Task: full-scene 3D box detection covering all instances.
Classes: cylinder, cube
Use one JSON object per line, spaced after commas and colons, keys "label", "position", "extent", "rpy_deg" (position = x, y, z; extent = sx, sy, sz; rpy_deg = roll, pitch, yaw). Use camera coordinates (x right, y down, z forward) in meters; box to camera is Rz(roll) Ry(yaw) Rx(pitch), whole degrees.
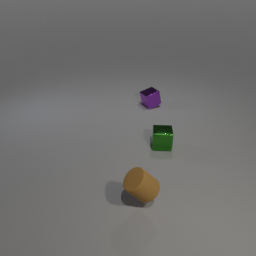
{"label": "cylinder", "position": [0.350, 1.468, 7.235], "extent": [0.700, 0.700, 0.700], "rpy_deg": [-30, 38, 27]}
{"label": "cube", "position": [1.060, -1.419, 13.192], "extent": [0.700, 0.700, 0.700], "rpy_deg": [-25, 35, -16]}
{"label": "cube", "position": [1.239, 0.356, 10.101], "extent": [0.700, 0.700, 0.700], "rpy_deg": [2, 29, 3]}
